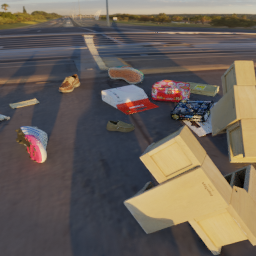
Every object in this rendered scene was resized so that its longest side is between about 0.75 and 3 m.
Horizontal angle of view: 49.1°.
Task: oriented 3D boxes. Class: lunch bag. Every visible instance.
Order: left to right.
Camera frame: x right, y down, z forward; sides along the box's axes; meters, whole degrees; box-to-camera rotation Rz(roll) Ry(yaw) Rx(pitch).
[{"bbox_3d":[2.137,-1.807,13.954,1.885,0.772,1.660,7,26,13],"label":"lunch bag"}]

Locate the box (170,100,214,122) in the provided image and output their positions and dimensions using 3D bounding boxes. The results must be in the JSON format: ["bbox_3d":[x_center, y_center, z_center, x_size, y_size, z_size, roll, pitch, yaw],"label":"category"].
[{"bbox_3d":[2.676,-0.745,11.718,1.509,0.347,1.199,6,37,34],"label":"box"}]

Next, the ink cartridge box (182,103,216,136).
[{"bbox_3d":[3.578,-0.309,11.387,2.340,0.668,1.902,-26,29,-4],"label":"ink cartridge box"}]

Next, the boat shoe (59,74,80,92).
[{"bbox_3d":[-3.285,-2.496,15.483,0.745,0.707,1.968,5,26,11],"label":"boat shoe"}]

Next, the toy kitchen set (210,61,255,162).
[{"bbox_3d":[4.373,-0.333,9.201,2.635,2.920,2.383,0,-13,-2],"label":"toy kitchen set"}]

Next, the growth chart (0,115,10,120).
[{"bbox_3d":[-6.097,-0.260,11.418,1.433,0.176,1.981,16,30,31],"label":"growth chart"}]

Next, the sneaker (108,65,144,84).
[{"bbox_3d":[0.057,-3.367,17.016,2.689,0.960,1.074,21,37,39],"label":"sneaker"}]

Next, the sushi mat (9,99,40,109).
[{"bbox_3d":[-4.984,-1.171,13.442,1.324,0.080,0.633,-18,32,-33],"label":"sushi mat"}]

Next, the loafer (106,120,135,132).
[{"bbox_3d":[-0.290,-0.088,10.815,1.114,0.376,0.423,0,25,0],"label":"loafer"}]

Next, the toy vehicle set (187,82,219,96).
[{"bbox_3d":[3.928,-2.141,15.278,1.817,0.241,1.129,13,28,25],"label":"toy vehicle set"}]

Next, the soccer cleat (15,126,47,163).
[{"bbox_3d":[-3.007,0.420,9.320,0.934,0.756,2.164,-13,29,-35],"label":"soccer cleat"}]

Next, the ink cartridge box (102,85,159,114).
[{"bbox_3d":[0.090,-1.431,13.464,1.891,0.664,2.327,-15,25,-29],"label":"ink cartridge box"}]

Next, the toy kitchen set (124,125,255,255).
[{"bbox_3d":[1.393,1.187,6.443,2.056,2.520,2.273,-34,5,35],"label":"toy kitchen set"}]
